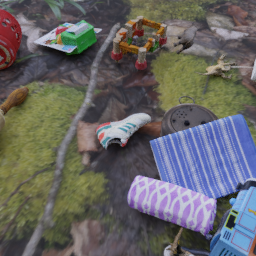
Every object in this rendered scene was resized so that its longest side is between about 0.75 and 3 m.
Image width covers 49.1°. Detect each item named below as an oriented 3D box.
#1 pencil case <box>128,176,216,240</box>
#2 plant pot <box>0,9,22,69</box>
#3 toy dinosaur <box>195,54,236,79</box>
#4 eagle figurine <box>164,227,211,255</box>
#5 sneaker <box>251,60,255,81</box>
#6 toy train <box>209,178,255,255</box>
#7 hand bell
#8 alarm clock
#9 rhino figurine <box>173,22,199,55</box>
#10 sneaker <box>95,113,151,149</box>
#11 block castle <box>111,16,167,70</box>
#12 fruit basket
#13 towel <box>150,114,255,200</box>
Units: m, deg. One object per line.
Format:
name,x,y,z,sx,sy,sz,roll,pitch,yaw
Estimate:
pencil case,1.055,1.828,6.729,2.151,0.920,0.903,17,63,23
plant pot,-5.202,-3.415,10.962,1.911,1.911,1.740,-8,54,-7
toy dinosaur,3.503,-2.234,10.910,1.060,0.610,2.096,19,42,36
eagle figurine,1.392,2.925,6.223,1.088,0.821,0.826,39,98,-6
sneaker,6.041,-2.510,10.552,2.192,1.206,2.994,18,53,18
toy train,2.960,2.171,6.365,1.490,1.131,2.609,29,49,20
hand bell,-4.088,-0.603,9.134,1.483,1.483,2.848,10,37,9
alarm clock,1.929,-0.161,8.783,1.811,0.894,2.684,2,45,2
rhino figurine,1.109,-1.703,5.186,0.251,0.367,0.840,45,46,-20
sneaker,-0.055,0.150,8.699,1.809,0.637,0.846,-16,62,-13
block castle,0.485,-3.457,11.532,1.598,1.122,2.392,25,54,16
fruit basket,-2.600,-4.038,12.083,2.250,1.055,2.084,26,53,25
towel,2.168,0.895,7.414,2.784,0.332,2.015,-16,84,-10
